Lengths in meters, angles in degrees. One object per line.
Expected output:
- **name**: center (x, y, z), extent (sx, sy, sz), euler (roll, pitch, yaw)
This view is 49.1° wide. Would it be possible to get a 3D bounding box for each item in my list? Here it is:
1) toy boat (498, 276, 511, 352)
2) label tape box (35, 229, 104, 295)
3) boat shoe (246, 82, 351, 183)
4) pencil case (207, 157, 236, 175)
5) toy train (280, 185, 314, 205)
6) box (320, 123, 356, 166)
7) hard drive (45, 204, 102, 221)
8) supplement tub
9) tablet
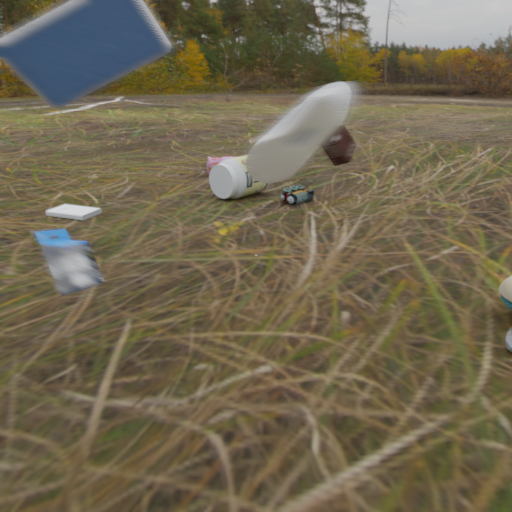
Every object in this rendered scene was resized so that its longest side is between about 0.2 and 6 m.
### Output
- **toy boat**: center (3.953, 0.821, 7.807), extent (1.435, 0.793, 1.706), euler (24, 23, 40)
- **label tape box**: center (-2.172, 0.019, 6.554), extent (0.249, 0.788, 0.568), euler (-23, -1, 18)
- **boat shoe**: center (0.643, -1.929, 8.748), extent (0.782, 2.173, 0.744), euler (40, 47, -6)
- **pencil case**: center (-0.825, -2.810, 17.500), extent (1.425, 0.623, 0.623), euler (-3, 21, -6)
- **toy train**: center (1.077, -1.576, 14.603), extent (0.534, 0.400, 0.938), euler (29, 34, 36)
- **box**: center (1.861, -2.878, 13.547), extent (0.486, 1.298, 0.650), euler (-6, 48, 40)
- **hard drive**: center (-4.394, -1.055, 13.499), extent (1.089, 0.143, 0.718), euler (9, 22, 22)
- **supplement tub**: center (-0.426, -2.120, 15.030), extent (1.070, 1.070, 1.476), euler (17, 27, 38)
- **tablet**: center (-2.640, -3.227, 8.649), extent (2.303, 1.498, 0.157), euler (-23, 59, 11)
